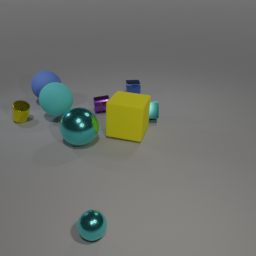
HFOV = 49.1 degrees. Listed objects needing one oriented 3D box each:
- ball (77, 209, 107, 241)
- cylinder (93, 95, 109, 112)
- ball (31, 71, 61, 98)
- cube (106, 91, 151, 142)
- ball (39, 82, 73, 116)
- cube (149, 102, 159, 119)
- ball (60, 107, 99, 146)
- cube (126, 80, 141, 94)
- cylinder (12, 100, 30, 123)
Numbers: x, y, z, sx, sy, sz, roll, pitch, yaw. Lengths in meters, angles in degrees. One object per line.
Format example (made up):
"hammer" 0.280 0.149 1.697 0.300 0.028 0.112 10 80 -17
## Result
"ball" -0.844 2.287 6.611 0.700 0.700 0.700 0 29 0
"cylinder" -1.179 -1.108 12.771 0.700 0.700 0.700 -9 29 -3
"ball" -3.846 -1.999 13.253 1.400 1.400 1.400 0 29 0
"cube" 0.021 -0.482 10.825 1.400 1.400 1.400 9 27 12
"ball" -3.016 -1.214 11.783 1.400 1.400 1.400 0 29 0
"cube" 0.919 -0.753 11.957 0.700 0.700 0.700 -1 3 -2
"ball" -1.761 -0.049 10.159 1.400 1.400 1.400 0 29 0
"cube" 0.262 -2.067 14.600 0.700 0.700 0.700 -2 29 -5
"cylinder" -4.538 -0.692 11.862 0.700 0.700 0.700 13 43 -12
